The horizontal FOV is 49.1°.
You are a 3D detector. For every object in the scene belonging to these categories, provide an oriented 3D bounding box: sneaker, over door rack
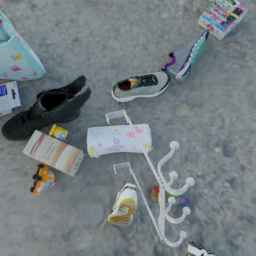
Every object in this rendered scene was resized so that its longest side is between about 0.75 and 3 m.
[{"bbox_3d":[1.933,-2.600,9.372,0.907,0.771,2.071,29,75,14],"label":"sneaker"},{"bbox_3d":[0.529,1.008,6.541,0.937,2.078,2.813,-21,42,-20],"label":"over door rack"},{"bbox_3d":[-0.084,2.071,7.503,0.611,1.616,0.708,19,47,-9],"label":"sneaker"},{"bbox_3d":[0.446,-1.373,8.953,1.983,0.786,0.733,-17,72,-7],"label":"sneaker"},{"bbox_3d":[2.533,4.012,7.264,2.451,0.815,1.109,25,77,11],"label":"sneaker"},{"bbox_3d":[-2.488,-0.543,8.270,2.996,1.563,0.900,-20,73,-6],"label":"sneaker"}]

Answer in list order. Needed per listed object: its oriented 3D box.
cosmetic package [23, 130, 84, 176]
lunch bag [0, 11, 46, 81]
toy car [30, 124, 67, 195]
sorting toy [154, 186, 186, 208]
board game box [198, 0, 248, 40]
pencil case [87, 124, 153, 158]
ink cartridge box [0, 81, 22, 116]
[{"bbox_3d":[-2.177,0.754,8.331,1.536,0.670,0.794,22,74,7],"label":"cosmetic package"},{"bbox_3d":[-4.073,-2.497,8.456,2.757,2.348,1.681,16,76,8],"label":"lunch bag"},{"bbox_3d":[-2.157,0.967,7.982,0.646,0.952,1.941,22,100,-22],"label":"toy car"},{"bbox_3d":[1.162,2.056,8.160,1.008,0.350,0.347,22,97,9],"label":"sorting toy"},{"bbox_3d":[3.364,-3.969,9.947,1.053,0.459,1.427,42,78,13],"label":"board game box"},{"bbox_3d":[-0.261,0.366,8.373,1.971,0.819,0.894,-5,70,-2],"label":"pencil case"},{"bbox_3d":[-4.419,-0.809,8.996,2.002,0.371,0.948,-17,72,-3],"label":"ink cartridge box"}]
